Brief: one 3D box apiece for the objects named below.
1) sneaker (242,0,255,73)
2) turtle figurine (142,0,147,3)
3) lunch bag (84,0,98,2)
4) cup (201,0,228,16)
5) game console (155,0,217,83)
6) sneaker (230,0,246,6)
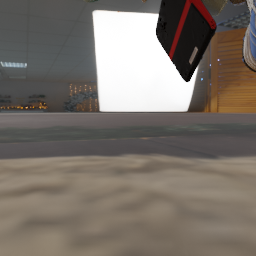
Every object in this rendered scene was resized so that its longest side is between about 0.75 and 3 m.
[{"bbox_3d":[2.639,-2.333,4.937,0.986,2.604,1.003,0,-4,3],"label":"sneaker"},{"bbox_3d":[0.043,-3.403,5.633,1.468,1.514,1.089,32,28,-15],"label":"turtle figurine"},{"bbox_3d":[-0.315,-2.650,4.033,1.565,1.255,0.603,-5,-5,36],"label":"lunch bag"},{"bbox_3d":[2.555,-3.953,8.544,0.890,1.245,1.245,35,10,8],"label":"cup"},{"bbox_3d":[1.736,-3.131,9.010,0.433,2.467,2.790,-24,-20,-13],"label":"game console"},{"bbox_3d":[4.034,-3.933,7.780,2.247,0.787,1.219,-25,-22,27],"label":"sneaker"}]
